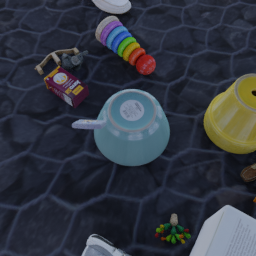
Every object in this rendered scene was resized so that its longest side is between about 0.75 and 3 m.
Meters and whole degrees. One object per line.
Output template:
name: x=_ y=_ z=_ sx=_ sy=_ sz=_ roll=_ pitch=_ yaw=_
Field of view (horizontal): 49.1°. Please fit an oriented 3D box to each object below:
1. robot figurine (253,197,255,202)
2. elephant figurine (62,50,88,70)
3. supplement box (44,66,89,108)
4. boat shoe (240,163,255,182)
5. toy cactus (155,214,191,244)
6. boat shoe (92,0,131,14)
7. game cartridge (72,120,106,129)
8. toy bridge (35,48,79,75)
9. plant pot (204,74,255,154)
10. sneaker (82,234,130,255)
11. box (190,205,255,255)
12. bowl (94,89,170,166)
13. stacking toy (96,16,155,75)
robot figurine: x=5.082 y=1.439 z=8.009 sx=2.163 sy=0.868 sz=2.983 roll=39 pitch=69 yaw=17
elephant figurine: x=-1.923 y=-2.442 z=10.237 sx=0.903 sy=0.701 sz=0.639 roll=1 pitch=25 yaw=-1
supplement box: x=-2.115 y=-1.424 z=9.695 sx=1.370 sy=0.587 sz=0.756 roll=35 pitch=66 yaw=17
boat shoe: x=3.907 y=1.207 z=8.385 sx=1.151 sy=0.425 sz=0.435 roll=-26 pitch=65 yaw=-13
toy cactus: x=1.228 y=2.719 z=7.620 sx=0.939 sy=0.480 sz=0.775 roll=2 pitch=52 yaw=11
boat shoe: x=-1.139 y=-5.874 z=11.821 sx=2.983 sy=1.034 sz=1.056 roll=36 pitch=68 yaw=18
game cartridge: x=-0.990 y=-0.092 z=7.108 sx=0.779 sy=0.519 sz=0.162 roll=2 pitch=99 yaw=11
toy bridge: x=-2.708 y=-2.597 z=10.529 sx=1.739 sy=0.237 sz=0.585 roll=-30 pitch=63 yaw=-15
plant pot: x=3.542 y=-0.526 z=8.460 sx=2.066 sy=1.944 sz=2.066 roll=0 pitch=61 yaw=0
sneaker: x=-0.141 y=3.923 z=6.715 sx=2.735 sy=1.026 sz=1.579 roll=24 pitch=69 yaw=23
box: x=2.403 y=3.182 z=6.458 sx=1.677 sy=1.948 sz=1.957 roll=28 pitch=65 yaw=14
bowl: x=0.122 y=-0.202 z=8.651 sx=2.493 sy=1.304 sz=2.493 roll=0 pitch=63 yaw=0
stacking toy: x=-0.012 y=-2.920 z=10.370 sx=1.107 sy=1.107 sz=2.592 roll=-38 pitch=75 yaw=-18
